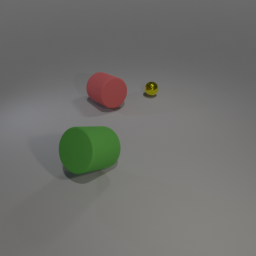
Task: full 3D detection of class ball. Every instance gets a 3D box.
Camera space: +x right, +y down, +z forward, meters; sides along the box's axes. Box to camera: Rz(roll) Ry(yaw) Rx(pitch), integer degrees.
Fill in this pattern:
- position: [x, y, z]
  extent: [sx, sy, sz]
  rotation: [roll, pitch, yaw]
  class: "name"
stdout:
- position: [1.167, -1.960, 13.922]
  extent: [0.700, 0.700, 0.700]
  rotation: [0, 32, 0]
  class: "ball"

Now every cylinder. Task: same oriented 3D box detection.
- position: [-0.987, -1.753, 12.855]
  extent: [1.400, 1.400, 1.400]
  rotation: [-21, 30, -29]
  class: "cylinder"
- position: [-1.177, 0.648, 8.758]
  extent: [1.400, 1.400, 1.400]
  rotation: [22, 12, 30]
  class: "cylinder"
